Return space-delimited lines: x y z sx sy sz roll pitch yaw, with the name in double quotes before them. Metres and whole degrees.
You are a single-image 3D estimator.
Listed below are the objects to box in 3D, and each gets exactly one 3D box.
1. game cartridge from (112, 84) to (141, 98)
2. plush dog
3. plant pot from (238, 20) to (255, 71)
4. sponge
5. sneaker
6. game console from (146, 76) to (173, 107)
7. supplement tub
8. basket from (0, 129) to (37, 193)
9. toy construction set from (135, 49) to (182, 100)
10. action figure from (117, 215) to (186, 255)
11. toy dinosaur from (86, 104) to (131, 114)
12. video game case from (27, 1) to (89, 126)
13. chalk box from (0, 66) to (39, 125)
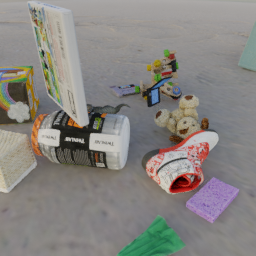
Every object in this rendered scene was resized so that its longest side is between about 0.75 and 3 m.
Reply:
"game cartridge" 0.028 -1.720 12.774 1.302 0.250 0.844 -12 37 -20
"plush dog" 1.902 -0.086 9.409 1.645 1.320 1.413 -29 48 5
"plant pot" 8.088 -4.279 14.870 2.721 2.664 2.672 35 45 31
"sponge" 2.120 1.747 6.972 0.734 0.196 1.316 26 40 37
"sneaker" 1.801 0.936 7.711 2.598 0.868 1.393 -18 36 -21
"game console" 1.159 -1.305 10.007 0.658 0.995 1.131 2 14 27
"supplement tub" -1.303 0.306 8.059 2.560 1.569 1.569 5 31 7
"basket" -3.487 0.827 7.655 1.358 1.102 1.371 9 30 17
"toy construction set" 1.253 -2.171 12.303 1.927 2.092 2.508 -8 9 9
"action figure" 0.308 2.463 5.581 1.479 0.404 0.873 -25 40 -24
"toy dinosaur" -0.855 -0.487 9.112 1.965 0.756 1.005 5 4 -11
"video game case" -1.766 -1.669 7.051 0.292 2.657 2.422 -22 36 -26
"chalk box" -4.944 -1.224 10.472 2.748 1.715 1.703 -2 31 -6
